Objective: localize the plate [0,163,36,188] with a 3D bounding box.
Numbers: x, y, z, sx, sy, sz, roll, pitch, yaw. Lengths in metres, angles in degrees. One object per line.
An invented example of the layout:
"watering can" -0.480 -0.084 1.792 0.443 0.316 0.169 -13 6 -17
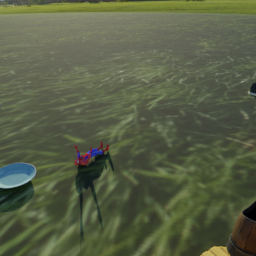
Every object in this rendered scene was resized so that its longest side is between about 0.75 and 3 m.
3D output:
"plate" -2.215 0.946 5.466 0.823 0.105 0.823 1 26 0

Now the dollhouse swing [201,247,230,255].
"dollhouse swing" 1.224 1.656 2.987 1.420 1.290 1.248 -16 42 -27

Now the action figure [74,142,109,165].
"action figure" -0.817 0.468 6.055 0.309 0.468 0.946 18 34 32

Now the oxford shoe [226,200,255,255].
"oxford shoe" 2.210 1.266 3.996 1.864 0.787 0.677 -8 22 -37

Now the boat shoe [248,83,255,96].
"boat shoe" 4.935 -1.417 9.763 1.409 0.467 0.527 0 27 -1
